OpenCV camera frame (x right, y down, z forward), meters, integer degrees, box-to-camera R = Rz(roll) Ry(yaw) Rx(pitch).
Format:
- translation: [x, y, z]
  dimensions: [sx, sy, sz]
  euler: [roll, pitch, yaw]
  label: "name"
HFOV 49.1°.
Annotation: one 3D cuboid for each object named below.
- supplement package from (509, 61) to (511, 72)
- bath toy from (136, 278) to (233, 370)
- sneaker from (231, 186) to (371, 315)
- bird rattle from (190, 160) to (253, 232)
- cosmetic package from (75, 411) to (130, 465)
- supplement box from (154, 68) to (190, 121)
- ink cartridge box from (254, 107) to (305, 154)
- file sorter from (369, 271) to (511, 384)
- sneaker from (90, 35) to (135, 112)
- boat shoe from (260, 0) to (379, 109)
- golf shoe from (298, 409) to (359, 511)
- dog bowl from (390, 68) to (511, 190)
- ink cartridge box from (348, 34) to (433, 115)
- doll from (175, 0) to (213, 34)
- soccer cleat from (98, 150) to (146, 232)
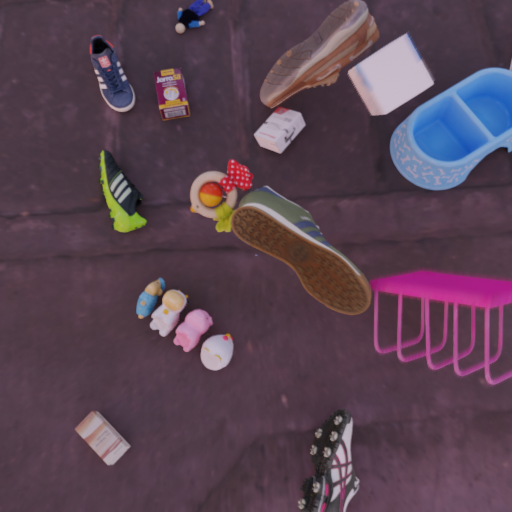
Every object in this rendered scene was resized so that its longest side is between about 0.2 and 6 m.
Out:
- translation: [6.506, -4.791, 12.904]
  dimensions: [0.916, 0.652, 1.176]
  euler: [17, 72, 5]
  label: "supplement package"
- translation: [-1.282, 1.316, 10.925]
  dimensions: [2.131, 0.927, 0.788]
  euler: [36, 40, 10]
  label: "bath toy"
- translation: [0.914, -0.236, 9.891]
  dimensions: [2.848, 0.955, 1.279]
  euler: [36, 33, -11]
  label: "sneaker"
- translation: [-0.617, -1.054, 9.629]
  dimensions: [1.020, 0.705, 1.251]
  euler: [10, 115, -5]
  label: "bird rattle"
- translation: [-2.853, 3.386, 10.418]
  dimensions: [0.928, 0.405, 0.480]
  euler: [40, 77, 12]
  label: "cosmetic package"
- translation: [-1.895, -3.639, 12.611]
  dimensions: [0.648, 0.511, 0.990]
  euler: [-11, 73, -4]
  label: "supplement box"
- translation: [0.515, -2.757, 12.272]
  dimensions: [0.677, 0.382, 0.923]
  euler: [29, 73, 38]
  label: "ink cartridge box"
- translation: [3.317, 1.141, 9.555]
  dimensions: [1.567, 2.254, 1.414]
  euler: [-7, 99, -38]
  label: "file sorter"
- translation: [-3.321, -4.140, 12.628]
  dimensions: [0.698, 0.787, 1.861]
  euler: [-25, 74, -8]
  label: "sneaker"
- translation: [1.323, -4.007, 11.797]
  dimensions: [2.884, 1.035, 1.092]
  euler: [-33, 41, 30]
  label: "boat shoe"
- translation: [1.444, 3.835, 10.215]
  dimensions: [0.896, 0.785, 2.033]
  euler: [27, 71, -18]
  label: "golf shoe"
- translation: [4.565, -2.842, 12.189]
  dimensions: [3.402, 0.843, 1.897]
  euler: [-31, 75, -9]
  label: "dog bowl"
- translation: [2.468, -3.335, 10.492]
  dimensions: [1.017, 1.393, 1.022]
  euler: [-31, 101, 9]
  label: "ink cartridge box"
- translation: [-1.514, -5.741, 13.412]
  dimensions: [0.756, 0.269, 1.108]
  euler: [39, 76, 12]
  label: "doll"
- translation: [-2.861, -1.386, 11.900]
  dimensions: [0.778, 0.648, 1.921]
  euler: [-11, 71, -24]
  label: "soccer cleat"
